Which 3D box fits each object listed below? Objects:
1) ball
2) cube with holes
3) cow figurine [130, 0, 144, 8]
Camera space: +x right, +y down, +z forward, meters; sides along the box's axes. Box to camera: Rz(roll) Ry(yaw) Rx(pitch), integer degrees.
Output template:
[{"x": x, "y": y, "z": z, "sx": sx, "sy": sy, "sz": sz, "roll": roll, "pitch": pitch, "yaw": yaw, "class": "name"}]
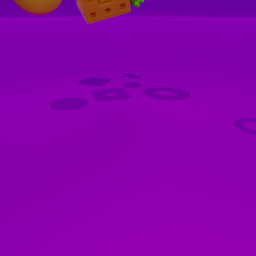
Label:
[{"x": -2.126, "y": -3.308, "z": 6.486, "sx": 1.283, "sy": 1.283, "sz": 1.283, "roll": 0, "pitch": 24, "yaw": 0, "class": "ball"}, {"x": -0.768, "y": -3.745, "z": 7.407, "sx": 1.230, "sy": 1.230, "sz": 1.230, "roll": -19, "pitch": 50, "yaw": -8, "class": "cube with holes"}, {"x": 0.082, "y": -4.857, "z": 10.301, "sx": 0.518, "sy": 0.943, "sz": 0.928, "roll": -47, "pitch": 31, "yaw": 2, "class": "cow figurine"}]
